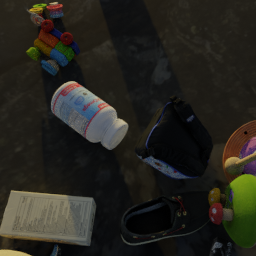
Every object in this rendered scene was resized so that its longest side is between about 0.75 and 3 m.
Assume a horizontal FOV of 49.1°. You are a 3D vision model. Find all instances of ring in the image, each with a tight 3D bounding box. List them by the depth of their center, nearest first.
[{"bbox_3d":[3.965,0.982,7.958,2.475,0.237,2.475,-1,83,8],"label":"ring"}]

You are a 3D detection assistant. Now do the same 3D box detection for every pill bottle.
[{"bbox_3d":[-1.162,-0.359,8.604,2.280,1.240,1.240,35,67,17],"label":"pill bottle"}]

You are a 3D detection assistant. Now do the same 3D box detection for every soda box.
[{"bbox_3d":[2.213,3.464,6.943,0.430,0.481,1.359,18,62,12],"label":"soda box"}]

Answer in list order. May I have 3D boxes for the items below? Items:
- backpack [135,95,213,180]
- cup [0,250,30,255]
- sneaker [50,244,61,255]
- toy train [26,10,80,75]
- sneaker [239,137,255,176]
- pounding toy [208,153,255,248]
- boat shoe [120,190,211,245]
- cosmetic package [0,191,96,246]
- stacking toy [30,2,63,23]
[{"bbox_3d":[1.312,0.513,7.845,1.933,1.563,2.029,36,70,-8],"label":"backpack"},{"bbox_3d":[-2.859,3.541,6.345,1.290,1.804,1.804,22,61,35],"label":"cup"},{"bbox_3d":[-1.996,3.371,7.086,0.396,0.345,0.880,15,62,11],"label":"sneaker"},{"bbox_3d":[-3.155,-3.103,10.184,2.552,1.080,1.476,35,80,10],"label":"toy train"},{"bbox_3d":[4.088,0.306,8.460,2.491,0.903,1.420,-40,65,-19],"label":"sneaker"},{"bbox_3d":[2.524,1.709,6.986,1.051,1.748,2.265,8,75,3],"label":"pounding toy"},{"bbox_3d":[1.161,2.277,7.366,2.841,0.890,1.039,-14,56,-12],"label":"boat shoe"},{"bbox_3d":[-2.032,2.377,7.361,2.211,0.786,1.163,6,62,3],"label":"cosmetic package"},{"bbox_3d":[-3.323,-4.743,11.573,1.300,0.549,1.176,-11,36,-9],"label":"stacking toy"}]
